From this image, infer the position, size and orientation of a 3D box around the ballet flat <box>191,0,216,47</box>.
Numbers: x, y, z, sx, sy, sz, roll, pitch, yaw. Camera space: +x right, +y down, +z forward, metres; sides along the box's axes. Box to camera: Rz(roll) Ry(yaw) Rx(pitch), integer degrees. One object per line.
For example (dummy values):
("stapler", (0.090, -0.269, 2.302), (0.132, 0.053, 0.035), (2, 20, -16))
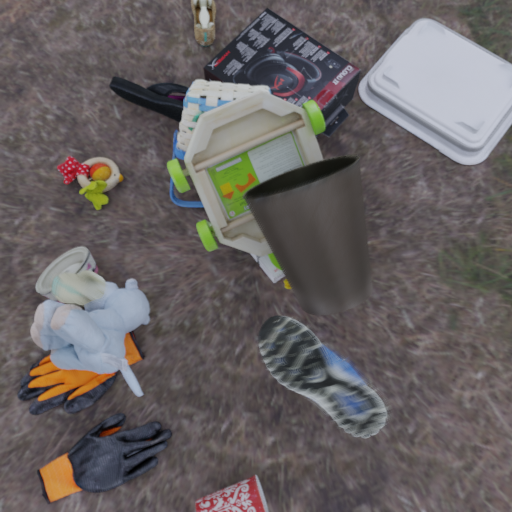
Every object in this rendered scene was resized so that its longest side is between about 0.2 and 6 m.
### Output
("ballet flat", (-1.206, -5.716, 13.088), (0.594, 0.550, 1.686), (-7, 70, -8))

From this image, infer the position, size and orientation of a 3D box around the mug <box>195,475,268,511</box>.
("mug", (-0.373, 4.321, 9.337), (1.101, 0.734, 0.977), (-17, 69, -3))

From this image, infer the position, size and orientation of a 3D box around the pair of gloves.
("pair of gloves", (-2.942, 2.827, 10.083), (2.409, 0.334, 2.704), (-21, 72, -8))

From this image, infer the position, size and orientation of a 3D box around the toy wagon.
("toy wagon", (0.183, -1.044, 10.078), (2.753, 0.702, 3.548), (-23, 114, 0))

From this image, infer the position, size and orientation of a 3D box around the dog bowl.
("dog bowl", (-3.542, 0.396, 10.620), (1.214, 0.448, 1.214), (-24, 34, 17))

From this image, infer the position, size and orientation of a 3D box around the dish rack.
("dish rack", (4.216, -3.805, 12.334), (3.241, 0.705, 2.781), (36, 74, 13))

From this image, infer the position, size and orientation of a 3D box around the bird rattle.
("bird rattle", (-3.404, -1.636, 11.686), (1.078, 0.745, 1.322), (-33, 60, -23))

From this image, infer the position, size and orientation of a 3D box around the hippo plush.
("hippo plush", (-2.713, 1.066, 9.914), (2.154, 1.716, 1.732), (10, 46, 24))

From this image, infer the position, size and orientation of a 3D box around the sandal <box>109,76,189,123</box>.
("sandal", (-1.856, -3.376, 11.941), (2.701, 1.015, 0.646), (24, 86, 9))

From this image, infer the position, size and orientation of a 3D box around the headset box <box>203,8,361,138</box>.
("headset box", (0.650, -3.619, 12.033), (2.877, 1.079, 2.138), (38, 74, 13))

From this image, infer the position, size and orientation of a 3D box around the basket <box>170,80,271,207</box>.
("basket", (-0.626, -2.058, 10.960), (2.199, 2.494, 1.735), (2, 34, 0))

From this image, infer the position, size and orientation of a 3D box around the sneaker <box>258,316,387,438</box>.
("sneaker", (1.010, 1.941, 9.151), (2.427, 1.082, 0.953), (43, 89, 10))

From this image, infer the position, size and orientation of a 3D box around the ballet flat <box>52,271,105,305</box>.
("ballet flat", (-2.579, 0.504, 8.533), (0.547, 1.575, 0.547), (0, 91, 2))

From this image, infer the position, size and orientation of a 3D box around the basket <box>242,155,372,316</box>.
("basket", (1.073, -0.287, 9.361), (2.029, 1.530, 2.250), (-23, 108, -13))

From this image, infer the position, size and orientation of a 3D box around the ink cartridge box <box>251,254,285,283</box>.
("ink cartridge box", (0.342, -0.112, 11.081), (0.777, 0.449, 1.065), (-35, 76, -11))
